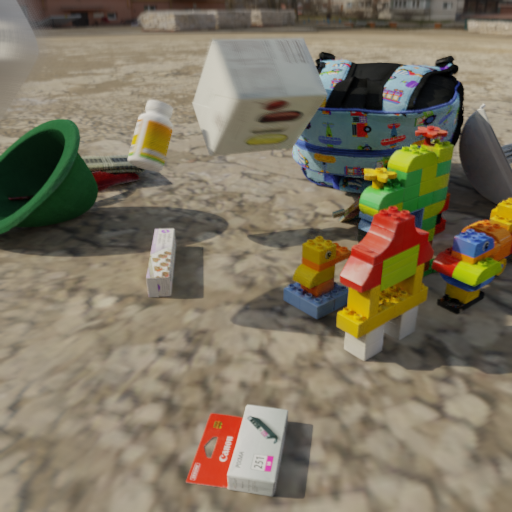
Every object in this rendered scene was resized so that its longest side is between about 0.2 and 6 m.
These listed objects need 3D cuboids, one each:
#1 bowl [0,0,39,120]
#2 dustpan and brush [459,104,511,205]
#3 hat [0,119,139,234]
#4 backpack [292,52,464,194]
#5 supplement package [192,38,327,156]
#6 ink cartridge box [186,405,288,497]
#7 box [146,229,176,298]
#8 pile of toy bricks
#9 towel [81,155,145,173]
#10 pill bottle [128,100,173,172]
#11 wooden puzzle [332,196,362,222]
[{"bbox_3d":[-3.460,-2.496,6.760,0.746,1.995,1.997,-12,65,-56],"label":"bowl"},{"bbox_3d":[4.868,-1.970,11.845,0.889,2.168,3.106,-26,1,-4],"label":"dustpan and brush"},{"bbox_3d":[-3.492,-0.921,10.925,2.525,2.684,3.049,29,77,43],"label":"hat"},{"bbox_3d":[2.349,-2.606,11.543,3.636,2.679,3.982,9,27,16],"label":"backpack"},{"bbox_3d":[-0.001,-2.641,9.409,1.637,1.565,1.204,-11,70,-23],"label":"supplement package"},{"bbox_3d":[-0.159,1.846,5.484,0.834,0.209,0.961,6,27,8],"label":"ink cartridge box"},{"bbox_3d":[-1.481,0.072,8.846,0.339,0.363,1.754,-2,28,-4],"label":"box"},{"bbox_3d":[2.332,-0.694,8.185,4.652,2.296,2.581,-21,33,-35],"label":"pile of toy bricks"},{"bbox_3d":[-3.550,-2.060,12.937,1.836,0.317,1.768,-5,19,-17],"label":"towel"},{"bbox_3d":[-1.748,-2.027,9.455,0.600,1.080,0.600,13,-5,1],"label":"pill bottle"},{"bbox_3d":[2.240,-0.955,10.337,1.841,0.129,1.092,-10,-15,-20],"label":"wooden puzzle"}]
